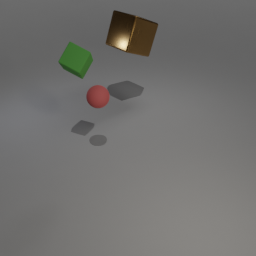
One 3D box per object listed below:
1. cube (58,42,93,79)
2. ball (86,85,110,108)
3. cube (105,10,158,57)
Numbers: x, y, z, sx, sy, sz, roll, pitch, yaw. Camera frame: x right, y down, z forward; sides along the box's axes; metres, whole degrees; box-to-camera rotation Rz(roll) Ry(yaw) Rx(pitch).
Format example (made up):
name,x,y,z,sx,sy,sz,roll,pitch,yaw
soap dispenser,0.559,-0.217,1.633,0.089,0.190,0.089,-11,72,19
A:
name,x,y,z,sx,sy,sz,roll,pitch,yaw
cube,-1.532,-1.994,8.323,0.700,0.700,0.700,28,-4,2
ball,-0.908,-0.946,8.477,0.700,0.700,0.700,0,32,0
cube,0.150,-3.907,11.649,1.400,1.400,1.400,-4,28,-46
